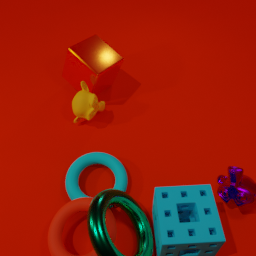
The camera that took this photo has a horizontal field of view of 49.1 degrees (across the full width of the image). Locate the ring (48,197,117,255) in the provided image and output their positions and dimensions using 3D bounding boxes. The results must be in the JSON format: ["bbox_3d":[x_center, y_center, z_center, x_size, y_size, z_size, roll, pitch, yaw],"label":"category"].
[{"bbox_3d":[-1.002,2.267,6.075,1.548,0.310,1.548,-7,57,11],"label":"ring"}]

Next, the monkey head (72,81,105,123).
[{"bbox_3d":[-1.158,-0.679,8.141,0.765,1.269,0.913,21,17,25],"label":"monkey head"}]

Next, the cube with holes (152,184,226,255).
[{"bbox_3d":[1.199,2.056,5.998,1.191,1.191,1.191,-3,49,-1],"label":"cube with holes"}]

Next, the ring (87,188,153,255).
[{"bbox_3d":[-0.121,2.123,5.857,0.362,1.811,1.811,-36,49,27],"label":"ring"}]

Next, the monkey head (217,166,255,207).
[{"bbox_3d":[2.631,1.309,6.571,1.425,1.025,0.858,8,17,44],"label":"monkey head"}]

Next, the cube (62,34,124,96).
[{"bbox_3d":[-1.103,-1.866,8.657,1.233,1.233,1.233,43,52,8],"label":"cube"}]

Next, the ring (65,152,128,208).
[{"bbox_3d":[-0.787,1.320,7.078,1.562,0.312,1.562,2,57,-3],"label":"ring"}]
